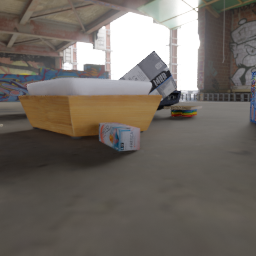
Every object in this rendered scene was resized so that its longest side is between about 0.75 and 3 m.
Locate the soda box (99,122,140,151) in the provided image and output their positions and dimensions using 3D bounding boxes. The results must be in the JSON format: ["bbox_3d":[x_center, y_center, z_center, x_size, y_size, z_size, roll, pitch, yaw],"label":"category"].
[{"bbox_3d":[-0.169,0.114,4.566,0.363,0.337,1.061,-2,6,-22],"label":"soda box"}]

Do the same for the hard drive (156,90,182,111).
[{"bbox_3d":[0.542,-1.041,11.599,2.958,0.626,1.995,-7,-5,-24],"label":"hard drive"}]

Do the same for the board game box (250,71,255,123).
[{"bbox_3d":[3.807,-0.843,7.657,0.375,1.549,2.048,1,7,7],"label":"board game box"}]

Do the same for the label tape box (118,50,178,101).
[{"bbox_3d":[0.255,-1.092,9.306,2.636,0.834,1.901,-38,-21,8],"label":"label tape box"}]

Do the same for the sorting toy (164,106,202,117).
[{"bbox_3d":[2.211,-0.674,11.258,1.170,0.407,1.163,5,8,35],"label":"sorting toy"}]

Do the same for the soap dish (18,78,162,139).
[{"bbox_3d":[-0.970,-0.496,6.418,2.201,1.136,2.797,-5,8,-37],"label":"soap dish"}]

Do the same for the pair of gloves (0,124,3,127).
[{"bbox_3d":[-3.933,-0.051,6.260,1.480,0.305,1.741,-2,4,17],"label":"pair of gloves"}]
